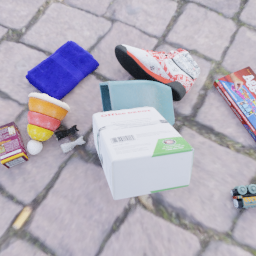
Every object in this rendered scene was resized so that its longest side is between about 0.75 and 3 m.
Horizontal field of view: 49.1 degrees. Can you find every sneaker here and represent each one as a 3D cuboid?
[{"bbox_3d":[1.072,-2.302,9.834,2.964,0.990,1.588,37,68,13],"label":"sneaker"}]

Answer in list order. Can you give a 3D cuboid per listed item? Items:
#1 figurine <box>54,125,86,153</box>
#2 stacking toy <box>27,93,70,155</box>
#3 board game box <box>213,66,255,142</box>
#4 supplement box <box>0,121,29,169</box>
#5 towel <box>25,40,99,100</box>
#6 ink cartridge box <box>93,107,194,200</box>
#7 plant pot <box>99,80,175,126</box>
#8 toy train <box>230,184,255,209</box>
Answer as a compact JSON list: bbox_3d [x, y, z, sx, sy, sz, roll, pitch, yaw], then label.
[{"bbox_3d":[-1.830,0.334,8.916,0.778,0.343,0.797,-26,68,-17],"label":"figurine"},{"bbox_3d":[-2.730,-0.071,8.764,1.350,1.350,1.847,18,81,9],"label":"stacking toy"},{"bbox_3d":[4.311,-0.731,9.447,1.485,0.281,2.885,-23,66,-12],"label":"board game box"},{"bbox_3d":[-3.646,0.515,8.684,0.692,0.537,1.254,-22,66,-10],"label":"supplement box"},{"bbox_3d":[-2.336,-2.101,9.953,1.656,0.556,2.243,36,69,17],"label":"towel"},{"bbox_3d":[0.191,0.404,6.207,1.631,0.942,2.233,-7,26,-13],"label":"ink cartridge box"},{"bbox_3d":[0.298,-0.557,8.240,1.874,1.834,1.839,-10,100,-12],"label":"plant pot"},{"bbox_3d":[3.560,1.958,8.038,1.173,0.500,0.668,-5,73,-3],"label":"toy train"}]
